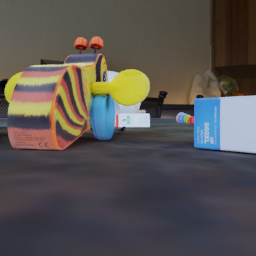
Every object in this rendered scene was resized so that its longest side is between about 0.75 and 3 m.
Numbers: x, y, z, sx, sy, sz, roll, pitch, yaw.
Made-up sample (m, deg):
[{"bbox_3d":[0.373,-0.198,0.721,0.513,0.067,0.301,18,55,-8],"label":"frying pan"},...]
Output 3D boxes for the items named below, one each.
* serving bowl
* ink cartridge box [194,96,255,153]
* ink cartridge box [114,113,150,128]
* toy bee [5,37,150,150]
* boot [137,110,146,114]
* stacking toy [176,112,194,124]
[{"bbox_3d":[-0.645,-0.882,9.746,2.132,2.132,0.701,1,40,13],"label":"serving bowl"},{"bbox_3d":[1.356,-0.039,2.586,1.208,0.509,0.874,2,3,45],"label":"ink cartridge box"},{"bbox_3d":[-0.219,-0.219,8.226,1.647,0.415,0.898,-1,3,-2],"label":"ink cartridge box"},{"bbox_3d":[-0.752,-0.578,3.888,1.826,1.517,2.790,-1,3,-11],"label":"toy bee"},{"bbox_3d":[0.386,-0.578,13.435,1.534,0.715,1.984,0,1,-35],"label":"boot"},{"bbox_3d":[2.486,-0.343,11.596,0.491,0.491,1.151,-1,10,-22],"label":"stacking toy"}]
